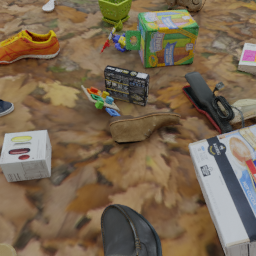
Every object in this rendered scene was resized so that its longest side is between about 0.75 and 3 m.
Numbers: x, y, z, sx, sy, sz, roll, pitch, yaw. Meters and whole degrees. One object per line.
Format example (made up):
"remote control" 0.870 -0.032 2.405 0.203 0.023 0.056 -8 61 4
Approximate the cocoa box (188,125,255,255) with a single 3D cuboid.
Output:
"cocoa box" 2.194 1.279 5.281 1.401 1.423 2.134 -18 46 8

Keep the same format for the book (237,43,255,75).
"book" 4.552 -2.464 9.873 1.094 0.393 1.637 17 47 18

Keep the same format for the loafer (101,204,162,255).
"loafer" 0.018 2.052 4.288 0.949 0.943 2.608 -54 33 8

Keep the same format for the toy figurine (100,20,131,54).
"toy figurine" -0.293 -3.235 10.595 0.978 0.862 1.633 29 49 -12

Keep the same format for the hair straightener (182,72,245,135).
"hair straightener" 2.275 -0.664 7.583 0.598 1.125 2.924 -9 47 -9

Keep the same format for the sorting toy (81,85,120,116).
"sorting toy" -0.753 -0.883 7.894 1.040 0.252 1.847 20 19 -33

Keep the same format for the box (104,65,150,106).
"box" -0.039 -1.216 8.175 1.294 1.043 0.318 15 49 14

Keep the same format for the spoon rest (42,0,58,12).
"spoon rest" -3.604 -5.715 13.048 0.528 0.322 1.063 10 46 9

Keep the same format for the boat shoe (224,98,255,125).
"boat shoe" 3.709 -0.499 7.792 2.147 0.774 0.697 -7 83 -13

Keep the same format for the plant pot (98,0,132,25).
"plant pot" -0.527 -5.034 11.930 1.067 0.973 1.072 27 52 25

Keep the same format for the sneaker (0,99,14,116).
"sneaker" -4.009 -0.621 7.960 1.373 0.545 0.538 -10 45 -11

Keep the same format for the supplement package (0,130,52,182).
"supplement package" -2.360 0.643 6.593 0.974 0.716 0.931 -6 46 -8

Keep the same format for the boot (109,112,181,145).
"boot" 0.495 0.015 7.392 1.924 0.708 0.726 -9 69 -6

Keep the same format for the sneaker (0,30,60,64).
"sneaker" -3.841 -2.953 9.876 2.731 1.054 0.997 -13 48 -11

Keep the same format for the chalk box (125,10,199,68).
"chalk box" 1.061 -3.088 9.736 2.294 1.427 1.420 -8 46 -6

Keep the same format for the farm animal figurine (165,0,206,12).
"farm animal figurine" 2.240 -6.271 13.090 2.036 1.268 2.521 3 39 -24

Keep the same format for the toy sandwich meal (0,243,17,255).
"toy sandwich meal" -2.392 2.512 5.126 0.773 0.265 0.773 1 42 -1
